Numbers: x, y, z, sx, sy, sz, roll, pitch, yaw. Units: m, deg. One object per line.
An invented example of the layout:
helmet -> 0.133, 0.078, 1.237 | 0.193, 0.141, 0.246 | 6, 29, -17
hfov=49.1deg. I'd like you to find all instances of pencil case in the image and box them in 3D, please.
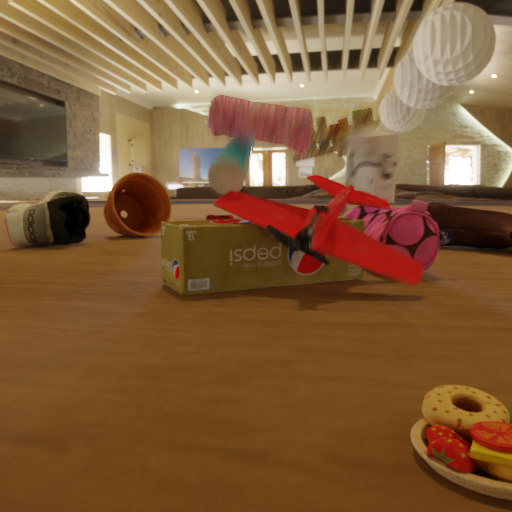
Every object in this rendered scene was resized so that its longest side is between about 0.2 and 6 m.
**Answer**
pencil case -> 2.065, -0.358, 8.929 | 1.056, 1.090, 2.327 | 2, 6, -10
pencil case -> 0.052, -1.847, 7.792 | 1.466, 0.607, 0.634 | 15, 7, 18

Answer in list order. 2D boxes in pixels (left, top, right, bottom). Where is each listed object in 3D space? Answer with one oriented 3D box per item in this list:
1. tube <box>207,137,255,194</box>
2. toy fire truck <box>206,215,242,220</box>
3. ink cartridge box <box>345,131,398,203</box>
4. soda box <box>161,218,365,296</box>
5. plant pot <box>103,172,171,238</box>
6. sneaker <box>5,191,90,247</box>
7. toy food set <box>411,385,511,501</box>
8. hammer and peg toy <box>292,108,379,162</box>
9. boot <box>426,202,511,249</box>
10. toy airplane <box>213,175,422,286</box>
tube -> -0.263, -1.523, 8.340 | 0.510, 0.783, 2.022 | 33, 28, -9
toy fire truck -> -0.853, -1.200, 18.484 | 1.376, 0.335, 0.970 | 4, 8, 35
ink cartridge box -> 1.905, -1.489, 9.355 | 0.474, 1.127, 0.823 | -9, 19, -26
soda box -> 0.127, -0.062, 7.509 | 2.663, 0.852, 0.902 | -3, 9, -26
plant pot -> -3.124, -1.182, 14.206 | 1.622, 1.622, 1.135 | -6, -7, -39
sneaker -> -4.296, -0.837, 12.702 | 1.359, 1.146, 3.107 | 1, 12, 6
toy food set -> 1.195, 0.880, 2.683 | 0.868, 0.213, 0.877 | 4, 8, 28
hammer and peg toy -> 1.591, -2.473, 11.349 | 1.497, 0.718, 2.035 | -5, 17, 24
boot -> 4.309, -0.578, 11.151 | 2.616, 0.946, 2.176 | 2, 5, -13
toy airplane -> 0.965, -0.502, 7.195 | 2.755, 0.507, 2.755 | 13, 24, -6
